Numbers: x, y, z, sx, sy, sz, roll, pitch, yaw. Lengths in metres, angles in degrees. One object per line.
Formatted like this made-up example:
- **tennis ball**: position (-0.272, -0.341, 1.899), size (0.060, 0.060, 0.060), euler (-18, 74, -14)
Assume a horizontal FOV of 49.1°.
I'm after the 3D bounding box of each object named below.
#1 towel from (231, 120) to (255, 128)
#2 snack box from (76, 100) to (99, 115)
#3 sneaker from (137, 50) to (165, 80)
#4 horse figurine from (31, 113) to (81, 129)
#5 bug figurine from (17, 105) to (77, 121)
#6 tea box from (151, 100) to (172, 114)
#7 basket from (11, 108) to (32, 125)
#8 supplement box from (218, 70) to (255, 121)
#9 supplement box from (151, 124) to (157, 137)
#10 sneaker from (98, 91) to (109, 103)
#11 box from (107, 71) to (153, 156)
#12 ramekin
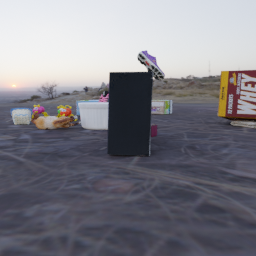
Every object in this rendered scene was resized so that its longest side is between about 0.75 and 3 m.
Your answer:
- **towel**: position (4.781, -0.165, 10.972), size (0.865, 0.225, 1.305), euler (-1, 6, -21)
- **snack box**: position (-1.655, -1.281, 17.527), size (2.364, 0.948, 2.803), euler (1, 7, 10)
- **sneaker**: position (0.850, -2.129, 9.291), size (0.502, 1.204, 0.485), euler (-37, -5, -27)
- **horse figurine**: position (-2.704, -0.246, 10.314), size (2.143, 0.535, 1.420), euler (2, 7, 13)
- **bug figurine**: position (-3.985, -0.776, 13.969), size (2.978, 0.766, 2.310), euler (-1, 6, -2)
- **tea box**: position (2.051, -1.405, 18.735), size (1.389, 0.928, 1.366), euler (4, 9, 32)
- **basket**: position (-4.527, -0.554, 11.889), size (0.873, 0.688, 0.990), euler (-2, 37, -18)
- **supplement box**: position (5.380, -1.212, 11.437), size (2.705, 1.821, 2.743), euler (4, 0, 31)
- **supplement box**: position (0.433, 0.064, 8.422), size (0.798, 0.342, 0.440), euler (4, 7, 29)
- **sneaker**: position (-1.221, -1.143, 14.006), size (1.131, 1.366, 2.864), euler (3, 15, 15)
- **box**: position (0.057, -0.394, 6.572), size (0.932, 1.668, 2.364), euler (-1, 6, 1)
- **ramekin**: position (-0.889, -0.486, 10.589), size (1.942, 0.947, 1.942), euler (1, 7, 0)
